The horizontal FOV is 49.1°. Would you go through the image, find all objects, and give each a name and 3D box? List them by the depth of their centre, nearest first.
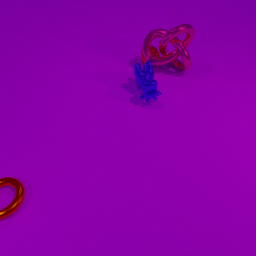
[{"bbox_3d":[-3.185,1.751,7.040,1.192,0.238,1.192,-4,47,4],"label":"ring"},{"bbox_3d":[0.631,-1.572,9.752,0.798,1.454,1.431,-12,91,-3],"label":"cow figurine"},{"bbox_3d":[1.654,-3.028,10.220,2.016,1.886,0.931,25,52,-12],"label":"knot shape"},{"bbox_3d":[0.969,-2.828,11.067,1.313,0.816,0.643,37,33,31],"label":"teapot"}]
